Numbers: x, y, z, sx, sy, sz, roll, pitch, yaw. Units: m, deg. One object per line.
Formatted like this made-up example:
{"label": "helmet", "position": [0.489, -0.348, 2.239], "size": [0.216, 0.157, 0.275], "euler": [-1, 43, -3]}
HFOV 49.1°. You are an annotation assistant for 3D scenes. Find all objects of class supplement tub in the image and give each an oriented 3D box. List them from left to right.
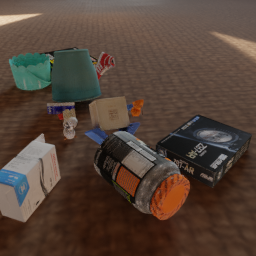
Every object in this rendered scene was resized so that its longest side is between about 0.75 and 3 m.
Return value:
{"label": "supplement tub", "position": [0.240, 0.895, 5.501], "size": [1.103, 1.103, 1.800], "euler": [-24, 41, -33]}

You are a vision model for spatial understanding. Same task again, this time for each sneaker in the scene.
{"label": "sneaker", "position": [-0.861, -2.148, 10.232], "size": [0.621, 1.104, 0.393], "euler": [25, 19, 15]}

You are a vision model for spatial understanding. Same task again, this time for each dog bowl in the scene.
{"label": "dog bowl", "position": [-1.984, -0.593, 8.304], "size": [0.790, 0.311, 0.790], "euler": [-2, 6, 0]}

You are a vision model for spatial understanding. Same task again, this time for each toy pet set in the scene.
{"label": "toy pet set", "position": [-0.470, -0.027, 7.367], "size": [2.338, 1.242, 2.183], "euler": [-10, -1, -21]}

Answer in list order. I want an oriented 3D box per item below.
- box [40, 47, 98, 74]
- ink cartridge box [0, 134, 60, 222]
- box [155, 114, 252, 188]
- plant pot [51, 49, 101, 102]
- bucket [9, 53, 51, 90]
{"label": "box", "position": [-2.485, -2.672, 11.629], "size": [1.911, 0.591, 2.394], "euler": [-21, 38, -27]}
{"label": "ink cartridge box", "position": [-1.876, 0.916, 5.622], "size": [0.545, 0.933, 1.608], "euler": [10, 34, 16]}
{"label": "box", "position": [1.855, 0.443, 6.840], "size": [1.570, 0.427, 1.960], "euler": [26, 41, 35]}
{"label": "plant pot", "position": [-1.729, -1.720, 8.923], "size": [1.596, 1.500, 1.596], "euler": [-5, 18, 2]}
{"label": "bucket", "position": [-3.546, -2.100, 10.349], "size": [1.498, 0.975, 1.498], "euler": [0, 33, 0]}
